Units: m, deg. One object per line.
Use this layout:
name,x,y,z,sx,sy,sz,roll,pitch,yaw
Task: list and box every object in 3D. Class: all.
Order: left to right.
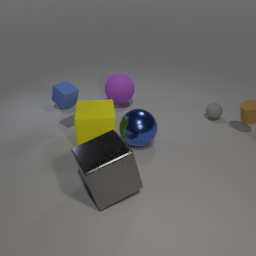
cube,-2.389,-1.258,10.655,0.700,0.700,0.700,37,44,23
cube,-1.198,-0.121,10.450,1.400,1.400,1.400,-3,32,-5
cube,-0.600,1.151,8.019,1.400,1.400,1.400,-25,34,-14
ball,-0.390,-1.831,13.056,1.400,1.400,1.400,0,31,0
ball,0.382,-0.007,10.272,1.400,1.400,1.400,0,31,0
ball,3.735,-0.746,12.126,0.700,0.700,0.700,0,31,0
cylinder,4.742,-0.624,10.879,0.700,0.700,0.700,-12,34,8
